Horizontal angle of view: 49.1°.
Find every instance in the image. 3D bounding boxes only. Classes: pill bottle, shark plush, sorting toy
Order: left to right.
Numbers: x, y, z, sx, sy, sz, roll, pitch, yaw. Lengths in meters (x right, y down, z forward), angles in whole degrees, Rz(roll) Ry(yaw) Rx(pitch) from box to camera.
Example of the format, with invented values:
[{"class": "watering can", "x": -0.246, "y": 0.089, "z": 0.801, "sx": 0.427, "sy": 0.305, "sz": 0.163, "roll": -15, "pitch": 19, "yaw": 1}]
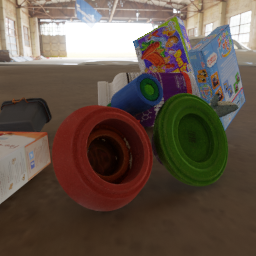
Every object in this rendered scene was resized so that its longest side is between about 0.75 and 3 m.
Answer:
[{"class": "sorting toy", "x": 0.127, "y": 0.193, "z": 3.999, "sx": 2.678, "sy": 1.609, "sz": 1.099, "roll": -5, "pitch": -12, "yaw": -34}, {"class": "pill bottle", "x": 0.470, "y": -0.709, "z": 7.053, "sx": 2.424, "sy": 1.363, "sz": 1.363, "roll": -2, "pitch": 15, "yaw": -6}, {"class": "shark plush", "x": 1.522, "y": -0.217, "z": 5.184, "sx": 1.030, "sy": 0.468, "sz": 0.429, "roll": -32, "pitch": 57, "yaw": -16}]

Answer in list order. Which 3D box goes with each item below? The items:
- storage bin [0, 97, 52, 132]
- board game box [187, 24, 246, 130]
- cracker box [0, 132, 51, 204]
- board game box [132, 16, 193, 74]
[{"class": "storage bin", "x": -2.316, "y": -0.202, "z": 6.072, "sx": 1.061, "sy": 0.772, "sz": 0.713, "roll": -5, "pitch": 37, "yaw": 6}, {"class": "board game box", "x": 2.070, "y": -1.096, "z": 6.305, "sx": 0.362, "sy": 1.978, "sz": 1.496, "roll": 4, "pitch": 36, "yaw": 43}, {"class": "cracker box", "x": -2.106, "y": 0.563, "z": 3.673, "sx": 1.350, "sy": 0.581, "sz": 2.015, "roll": 1, "pitch": 16, "yaw": 12}, {"class": "board game box", "x": 1.195, "y": -1.851, "z": 8.430, "sx": 1.592, "sy": 2.368, "sz": 0.530, "roll": -21, "pitch": -9, "yaw": 31}]
